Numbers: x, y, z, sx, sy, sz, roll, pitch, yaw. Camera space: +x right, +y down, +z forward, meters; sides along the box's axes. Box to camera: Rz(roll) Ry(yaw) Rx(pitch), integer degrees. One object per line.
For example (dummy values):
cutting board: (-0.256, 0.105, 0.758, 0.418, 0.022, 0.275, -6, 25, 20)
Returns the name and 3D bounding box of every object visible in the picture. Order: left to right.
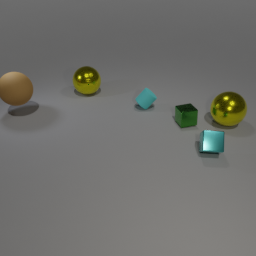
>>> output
ball: (-4.675, -1.622, 11.649, 1.400, 1.400, 1.400, 0, 31, 0)
ball: (-2.030, -2.343, 13.838, 1.400, 1.400, 1.400, 0, 31, 0)
cylinder: (0.815, -1.323, 12.573, 0.700, 0.700, 0.700, 38, 19, -16)
cube: (2.368, -0.514, 11.417, 0.700, 0.700, 0.700, -10, 30, -10)
cube: (2.861, 0.486, 9.596, 0.700, 0.700, 0.700, 3, -8, 6)
ball: (4.020, -0.763, 11.219, 1.400, 1.400, 1.400, 0, 31, 0)
